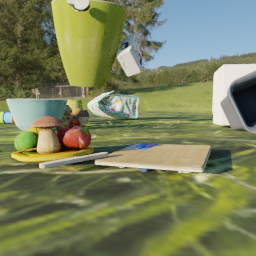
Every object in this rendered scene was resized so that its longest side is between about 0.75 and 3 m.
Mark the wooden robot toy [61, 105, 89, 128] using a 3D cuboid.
[{"bbox_3d":[-2.035,-0.435,10.033,0.778,0.801,1.765,3,6,41],"label":"wooden robot toy"}]

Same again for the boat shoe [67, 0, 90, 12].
[{"bbox_3d":[-1.350,-3.519,7.990,1.138,0.430,0.343,48,1,41],"label":"boat shoe"}]

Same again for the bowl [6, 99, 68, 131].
[{"bbox_3d":[-2.810,-0.420,8.778,1.832,0.958,1.832,0,5,0],"label":"bowl"}]

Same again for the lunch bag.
[{"bbox_3d":[-0.890,-1.253,15.458,2.396,1.461,2.041,5,0,-24],"label":"lunch bag"}]

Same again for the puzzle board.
[{"bbox_3d":[0.456,0.382,3.807,1.226,0.142,1.627,0,4,19],"label":"puzzle board"}]

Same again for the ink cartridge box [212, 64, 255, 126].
[{"bbox_3d":[4.695,-1.119,10.139,2.884,2.106,2.116,1,3,8],"label":"ink cartridge box"}]

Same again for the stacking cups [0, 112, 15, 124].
[{"bbox_3d":[-4.941,-0.374,11.661,1.950,0.590,0.590,5,4,0],"label":"stacking cups"}]

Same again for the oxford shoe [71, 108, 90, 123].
[{"bbox_3d":[-2.196,-0.475,11.478,0.638,0.652,1.789,2,5,21],"label":"oxford shoe"}]

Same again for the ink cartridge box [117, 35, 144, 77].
[{"bbox_3d":[0.122,-2.696,10.458,0.546,0.960,1.318,-16,39,23],"label":"ink cartridge box"}]

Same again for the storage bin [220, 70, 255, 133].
[{"bbox_3d":[4.035,-0.738,8.141,2.485,1.809,1.669,-24,-7,-2],"label":"storage bin"}]

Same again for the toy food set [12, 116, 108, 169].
[{"bbox_3d":[-0.989,0.118,3.755,0.978,0.543,1.663,-6,3,-34],"label":"toy food set"}]

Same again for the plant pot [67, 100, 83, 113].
[{"bbox_3d":[-2.545,-0.801,13.177,1.141,1.049,1.141,0,4,0],"label":"plant pot"}]

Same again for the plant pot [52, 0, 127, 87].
[{"bbox_3d":[-1.422,-2.963,10.256,2.628,2.808,2.628,3,14,-1],"label":"plant pot"}]
